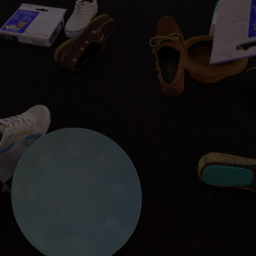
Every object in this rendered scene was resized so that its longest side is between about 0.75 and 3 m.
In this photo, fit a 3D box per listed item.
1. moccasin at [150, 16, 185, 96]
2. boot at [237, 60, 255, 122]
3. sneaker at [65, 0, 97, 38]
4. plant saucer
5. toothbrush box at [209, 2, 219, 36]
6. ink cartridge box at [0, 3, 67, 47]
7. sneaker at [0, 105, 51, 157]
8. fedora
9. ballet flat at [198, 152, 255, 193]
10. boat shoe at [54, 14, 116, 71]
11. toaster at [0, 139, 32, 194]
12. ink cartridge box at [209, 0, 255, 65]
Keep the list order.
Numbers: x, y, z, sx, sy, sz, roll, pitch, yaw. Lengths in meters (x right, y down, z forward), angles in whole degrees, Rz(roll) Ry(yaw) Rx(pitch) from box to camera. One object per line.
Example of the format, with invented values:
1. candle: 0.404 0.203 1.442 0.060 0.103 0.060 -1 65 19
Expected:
1. moccasin: 0.417 -0.801 2.952 0.332 0.351 0.908 -1 72 18
2. boot: 2.459 -0.437 4.149 0.785 2.028 1.403 8 55 46
3. sneaker: -1.769 -4.253 10.382 0.853 0.827 2.336 10 53 7
4. plant saucer: -1.002 1.338 5.836 2.742 0.528 2.742 14 60 -24
5. toothbrush box: 3.631 -3.852 10.183 1.119 0.652 1.529 12 53 9
6. ink cartridge box: -3.403 -3.829 10.311 1.883 0.412 1.900 11 55 8
7. sneaker: -2.819 0.098 7.012 0.836 0.883 2.185 27 56 21
8. fedora: 2.522 -2.011 8.638 2.118 0.864 2.118 -2 52 3
9. ballet flat: 2.861 1.028 6.407 2.522 0.891 0.891 9 53 5
10. boat shoe: -1.193 -2.779 9.246 0.910 0.911 2.589 32 66 22
11. toaster: -2.273 0.947 6.227 0.706 1.076 1.190 32 59 22
12. ink cartridge box: 2.995 -2.671 6.573 0.484 2.210 2.231 10 89 -30
